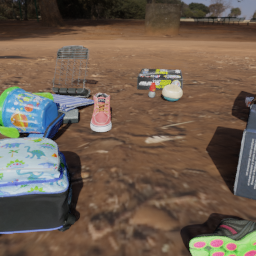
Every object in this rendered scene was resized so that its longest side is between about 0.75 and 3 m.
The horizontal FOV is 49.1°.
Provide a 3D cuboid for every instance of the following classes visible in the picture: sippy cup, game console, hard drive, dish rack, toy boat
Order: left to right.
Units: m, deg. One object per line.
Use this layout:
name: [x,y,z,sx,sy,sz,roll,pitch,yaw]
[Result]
sippy cup: [-2.747,-0.416,7.925,1.286,1.754,1.378,10,-18,13]
game console: [-2.374,0.046,7.603,0.721,1.040,1.219,27,22,-5]
hard drive: [-2.329,-0.373,9.281,1.375,0.226,0.959,-3,21,-8]
dish rack: [-2.350,-2.396,11.815,1.631,2.127,0.580,4,-5,15]
toy boat: [1.562,-1.471,11.722,1.401,0.651,1.178,14,28,13]

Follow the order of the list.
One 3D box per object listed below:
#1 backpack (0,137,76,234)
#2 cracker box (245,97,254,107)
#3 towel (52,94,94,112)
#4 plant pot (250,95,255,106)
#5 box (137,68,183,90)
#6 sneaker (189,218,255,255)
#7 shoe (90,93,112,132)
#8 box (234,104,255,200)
backpack: [-1.743,0.839,4.770,1.553,1.247,1.698,-2,17,-15]
cracker box: [4.889,-1.003,10.911,0.515,0.222,0.769,5,23,15]
towel: [-2.872,-0.999,10.649,2.722,0.325,1.971,9,15,22]
plant pot: [4.977,-0.991,8.245,2.519,2.355,2.355,-34,30,-10]
box: [1.650,-2.512,14.268,2.156,0.596,2.691,3,21,8]
sneaker: [1.420,1.602,3.971,1.332,0.511,0.558,1,9,-21]
shoe: [-0.864,-0.545,8.890,0.648,0.826,1.815,-2,21,-4]
box: [3.512,0.559,5.303,2.549,1.365,1.892,10,23,23]
